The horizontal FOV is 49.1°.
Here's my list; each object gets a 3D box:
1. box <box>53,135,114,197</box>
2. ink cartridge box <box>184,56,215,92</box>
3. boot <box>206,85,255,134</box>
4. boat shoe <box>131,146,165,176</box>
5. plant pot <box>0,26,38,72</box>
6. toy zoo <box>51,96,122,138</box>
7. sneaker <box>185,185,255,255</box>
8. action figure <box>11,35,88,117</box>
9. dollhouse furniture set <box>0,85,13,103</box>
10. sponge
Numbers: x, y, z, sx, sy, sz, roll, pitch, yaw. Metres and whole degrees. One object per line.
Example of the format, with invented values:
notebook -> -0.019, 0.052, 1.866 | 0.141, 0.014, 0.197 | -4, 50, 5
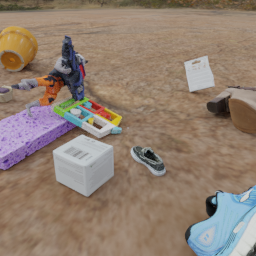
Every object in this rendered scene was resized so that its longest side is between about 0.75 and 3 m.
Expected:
box -> -0.942, 0.785, 6.103 | 0.950, 0.818, 0.955 | 18, 31, 30
ink cartridge box -> 2.758, -2.070, 10.824 | 0.965, 1.189, 0.298 | -10, 1, 34
boot -> 3.932, -0.768, 8.748 | 2.026, 0.973, 2.771 | -19, 27, -21
boat shoe -> 0.498, 0.667, 6.747 | 0.436, 0.429, 1.209 | -18, 33, -31
plant pot -> -5.550, -3.723, 13.789 | 1.910, 1.910, 1.748 | -2, 44, -4
toy zoo -> -1.077, -0.356, 8.376 | 2.036, 0.208, 1.336 | 29, 31, 13
sneaker -> 2.016, 1.327, 4.863 | 2.761, 1.082, 1.242 | -25, 33, -39
action figure -> -2.071, -1.600, 7.929 | 1.213, 2.318, 2.243 | 33, 55, 23
dollhouse furniture set -> -5.665, -1.536, 9.348 | 2.101, 1.882, 2.652 | 12, 30, 21
sponge -> -2.844, 0.066, 7.834 | 1.605, 0.429, 2.877 | 17, 31, 25
